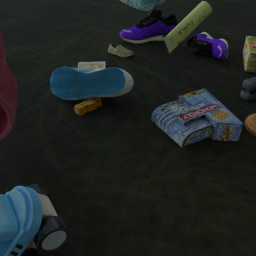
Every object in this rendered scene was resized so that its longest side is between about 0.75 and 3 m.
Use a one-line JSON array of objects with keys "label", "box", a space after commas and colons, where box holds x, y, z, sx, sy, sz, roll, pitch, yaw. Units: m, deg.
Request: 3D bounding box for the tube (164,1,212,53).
[{"label": "tube", "box": [1.814, -3.107, 8.600, 1.782, 0.517, 0.462, -44, 14, -4]}]

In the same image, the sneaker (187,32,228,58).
[{"label": "sneaker", "box": [3.297, -3.439, 12.011, 1.135, 0.794, 2.283, -16, 34, -12]}]

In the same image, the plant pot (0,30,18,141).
[{"label": "plant pot", "box": [-2.765, -1.024, 4.025, 2.303, 2.303, 2.061, -4, 61, -6]}]

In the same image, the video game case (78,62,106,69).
[{"label": "video game case", "box": [-1.409, -2.287, 10.843, 1.076, 0.135, 1.182, -2, 36, -3]}]

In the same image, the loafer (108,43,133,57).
[{"label": "loafer", "box": [-0.346, -3.378, 12.130, 1.235, 0.422, 0.467, 18, 39, 24]}]

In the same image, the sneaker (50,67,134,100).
[{"label": "sneaker", "box": [-1.197, -1.375, 8.915, 2.811, 1.075, 1.135, 5, 5, 22]}]

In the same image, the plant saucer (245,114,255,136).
[{"label": "plant saucer", "box": [3.866, -0.078, 7.685, 1.216, 0.196, 1.216, 0, 36, 0]}]

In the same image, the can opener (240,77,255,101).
[{"label": "can opener", "box": [5.014, -1.408, 9.096, 2.759, 0.736, 0.923, -16, 38, -20]}]

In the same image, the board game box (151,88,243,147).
[{"label": "board game box", "box": [1.949, -0.233, 7.551, 1.923, 0.593, 1.922, -18, 38, -24]}]

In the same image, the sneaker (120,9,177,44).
[{"label": "sneaker", "box": [1.014, -4.959, 13.451, 2.944, 1.464, 1.023, -10, 37, -14]}]

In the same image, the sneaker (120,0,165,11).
[{"label": "sneaker", "box": [0.548, -3.781, 7.113, 1.216, 1.097, 2.967, 23, 8, -7]}]

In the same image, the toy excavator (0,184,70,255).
[{"label": "toy excavator", "box": [-2.284, 1.665, 3.986, 2.141, 2.081, 1.069, 30, 10, -45]}]

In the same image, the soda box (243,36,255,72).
[{"label": "soda box", "box": [5.127, -3.005, 11.305, 0.724, 0.766, 2.263, 10, 36, 14]}]

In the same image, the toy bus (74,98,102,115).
[{"label": "toy bus", "box": [-1.191, -0.666, 8.450, 0.322, 0.268, 0.822, 28, 44, 37]}]
